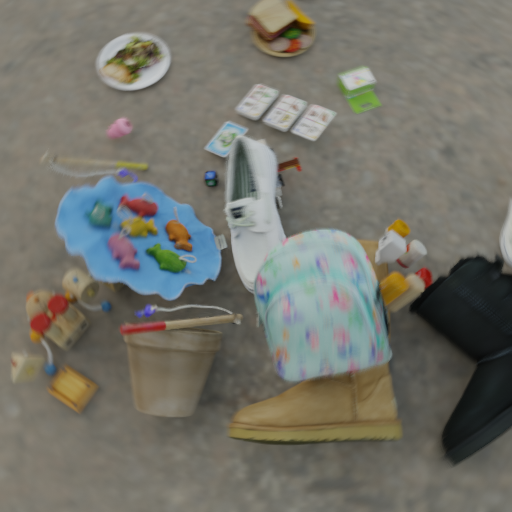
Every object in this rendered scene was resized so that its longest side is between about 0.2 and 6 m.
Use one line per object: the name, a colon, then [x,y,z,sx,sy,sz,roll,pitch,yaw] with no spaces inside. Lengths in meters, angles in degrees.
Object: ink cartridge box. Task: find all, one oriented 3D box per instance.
ink cartridge box: [2.460,-3.903,13.183,0.703,0.360,0.951,-21,68,-8]

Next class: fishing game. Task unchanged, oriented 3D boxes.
fishing game: [-2.043,-0.504,10.673,3.334,0.724,4.656,1,45,-39]

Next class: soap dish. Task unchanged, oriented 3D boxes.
soap dish: [-3.493,2.503,10.600,0.762,0.310,0.600,30,71,11]

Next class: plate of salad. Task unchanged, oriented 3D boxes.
plate of salad: [-2.974,-4.755,13.505,1.709,0.410,1.709,0,67,1]

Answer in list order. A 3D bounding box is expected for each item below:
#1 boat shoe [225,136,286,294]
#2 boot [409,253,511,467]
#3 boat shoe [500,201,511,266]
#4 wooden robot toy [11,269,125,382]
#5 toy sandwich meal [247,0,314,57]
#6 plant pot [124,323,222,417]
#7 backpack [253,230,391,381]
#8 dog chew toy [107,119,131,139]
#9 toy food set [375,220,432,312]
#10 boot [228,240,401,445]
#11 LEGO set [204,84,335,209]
boat shoe: [-0.192,-0.838,11.262,1.195,1.085,3.249,-16,70,29]
boot: [4.018,1.762,10.406,3.416,1.264,2.799,-39,64,-3]
boat shoe: [5.622,-0.669,11.639,0.671,0.775,1.817,19,69,8]
wooden robot toy: [-3.916,0.943,10.817,1.351,1.312,2.978,31,70,23]
toy sandwich meal: [0.641,-5.653,13.773,1.694,0.580,1.694,0,68,0]
plant pot: [-1.594,2.052,10.182,1.768,1.768,1.534,7,84,3]
backpack: [1.012,0.792,9.098,2.054,1.742,2.314,-13,97,15]
dog chew toy: [-3.102,-2.827,12.592,0.597,0.372,0.372,-24,65,28]
toy food set: [2.599,0.323,10.626,1.038,0.978,2.174,35,36,-14]
boot: [1.046,1.567,10.553,3.281,1.239,3.747,2,68,-13]
LEGO set: [0.147,-2.416,12.634,2.174,0.714,2.910,27,69,23]
